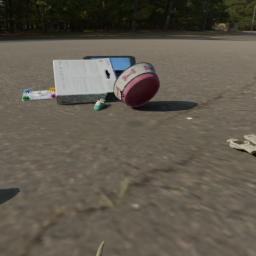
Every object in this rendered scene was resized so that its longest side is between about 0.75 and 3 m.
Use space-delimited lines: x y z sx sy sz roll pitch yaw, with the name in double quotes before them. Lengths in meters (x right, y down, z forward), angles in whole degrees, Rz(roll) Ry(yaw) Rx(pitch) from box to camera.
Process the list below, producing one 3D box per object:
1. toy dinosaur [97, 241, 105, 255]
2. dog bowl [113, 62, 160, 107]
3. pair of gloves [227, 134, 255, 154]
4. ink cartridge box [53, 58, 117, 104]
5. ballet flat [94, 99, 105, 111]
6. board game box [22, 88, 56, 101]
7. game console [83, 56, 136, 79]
"toy dinosaur" -0.189 1.952 2.686 0.879 0.506 1.739 4 23 -37
"dog bowl" 0.368 -1.422 9.734 1.683 1.683 0.620 -13 56 -30
"pair of gloves" 3.026 0.412 6.852 1.018 0.179 0.866 -9 19 -26
"ink cartridge box" -1.711 -1.949 11.293 2.454 0.498 2.450 -5 46 -13
"ballet flat" -1.015 -0.865 9.987 0.268 0.280 0.796 8 23 12
"board game box" -3.634 -1.416 11.561 1.345 0.174 1.346 -6 22 -16
"game console" -0.886 -3.035 13.487 2.759 1.633 2.355 -2 -3 -4
